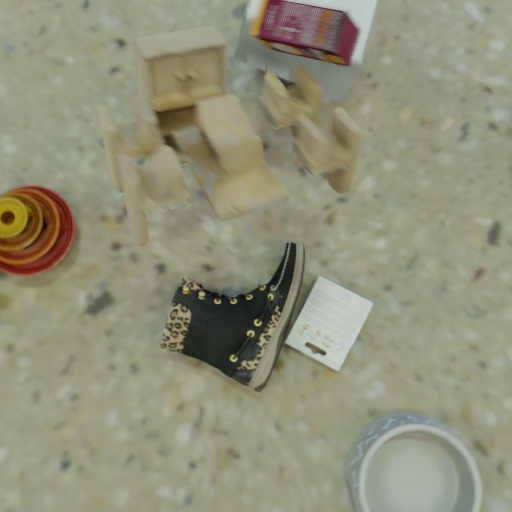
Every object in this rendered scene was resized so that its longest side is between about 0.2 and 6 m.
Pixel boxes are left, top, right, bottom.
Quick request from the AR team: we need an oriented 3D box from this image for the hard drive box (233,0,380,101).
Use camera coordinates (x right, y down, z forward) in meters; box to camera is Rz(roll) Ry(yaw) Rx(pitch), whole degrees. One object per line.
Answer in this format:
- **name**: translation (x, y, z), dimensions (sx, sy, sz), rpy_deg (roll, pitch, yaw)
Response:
- **hard drive box**: translation (0.779, -3.392, 7.609), dimensions (1.613, 0.795, 2.070), rpy_deg (21, 65, -6)

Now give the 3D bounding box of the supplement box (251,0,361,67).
- **supplement box**: translation (0.521, -2.319, 5.809), dimensions (0.970, 0.535, 0.415), rpy_deg (21, 100, 22)

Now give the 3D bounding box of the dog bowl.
- **dog bowl**: translation (2.197, 3.163, 7.755), dimensions (1.894, 0.555, 1.894), rpy_deg (0, 78, -1)

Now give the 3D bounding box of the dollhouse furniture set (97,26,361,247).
- **dollhouse furniture set**: translation (-0.516, -1.190, 6.345), dimensions (2.297, 1.627, 2.501), rpy_deg (-17, 52, -17)

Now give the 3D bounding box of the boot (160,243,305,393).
- **boot**: translation (-0.302, 0.667, 8.162), dimensions (1.684, 0.818, 2.237), rpy_deg (18, 85, 3)

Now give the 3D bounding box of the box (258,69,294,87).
- **box**: translation (0.432, -3.130, 9.036), dimensions (0.715, 0.593, 0.587), rpy_deg (-22, 79, -5)

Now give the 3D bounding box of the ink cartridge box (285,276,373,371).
- **ink cartridge box**: translation (1.088, 1.002, 8.381), dimensions (0.923, 0.285, 1.138), rpy_deg (28, 87, 5)

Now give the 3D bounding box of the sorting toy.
- **sorting toy**: translation (-4.206, -0.313, 8.133), dimensions (2.939, 1.207, 1.766), rpy_deg (-22, 79, -4)
